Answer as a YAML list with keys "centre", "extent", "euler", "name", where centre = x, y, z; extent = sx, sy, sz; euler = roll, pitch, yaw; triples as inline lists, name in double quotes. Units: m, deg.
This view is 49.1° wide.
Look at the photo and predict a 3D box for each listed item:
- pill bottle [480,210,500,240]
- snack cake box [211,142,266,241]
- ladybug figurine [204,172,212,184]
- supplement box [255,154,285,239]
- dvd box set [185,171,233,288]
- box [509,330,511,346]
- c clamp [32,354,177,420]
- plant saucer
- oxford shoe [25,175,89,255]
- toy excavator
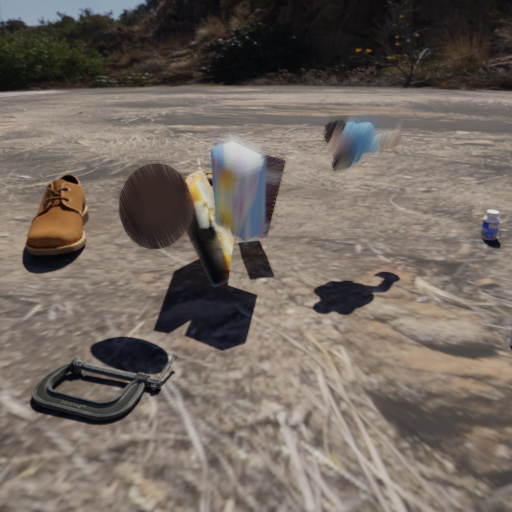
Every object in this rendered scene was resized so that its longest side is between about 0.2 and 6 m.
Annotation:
- centre: [5.261, -0.694, 12.571]
  extent: [0.352, 0.628, 0.352]
  euler: [0, 22, 0]
  name: "pill bottle"
- centre: [-0.310, -1.144, 9.990]
  extent: [0.517, 1.538, 0.884]
  euler: [-28, 45, -32]
  name: "snack cake box"
- centre: [-1.441, -2.397, 17.334]
  extent: [0.500, 0.265, 0.736]
  euler: [4, 22, 9]
  name: "ladybug figurine"
- centre: [0.118, -1.298, 11.997]
  extent: [0.513, 1.686, 0.917]
  euler: [12, 9, -11]
  name: "supplement box"
- centre: [-0.939, -0.600, 10.759]
  extent: [0.341, 1.698, 2.321]
  euler: [-21, 18, 8]
  name: "dvd box set"
- centre: [4.845, 1.123, 8.381]
  extent: [1.749, 0.360, 1.364]
  euler: [-19, 28, -41]
  name: "box"
- centre: [-2.008, 1.654, 7.327]
  extent: [1.594, 0.216, 1.362]
  euler: [6, 27, 11]
  name: "c clamp"
- centre: [-1.560, -0.778, 8.895]
  extent: [1.349, 1.349, 0.232]
  euler: [10, 4, 23]
  name: "plant saucer"
- centre: [-4.452, -0.973, 12.488]
  extent: [1.267, 1.266, 3.552]
  euler: [-3, 24, -12]
  name: "oxford shoe"
- centre: [2.193, -2.254, 11.083]
  extent: [1.569, 0.784, 1.526]
  euler: [-14, -4, 4]
  name: "toy excavator"
